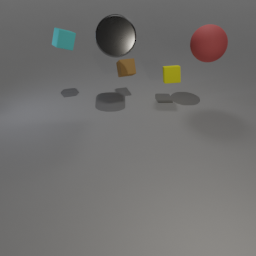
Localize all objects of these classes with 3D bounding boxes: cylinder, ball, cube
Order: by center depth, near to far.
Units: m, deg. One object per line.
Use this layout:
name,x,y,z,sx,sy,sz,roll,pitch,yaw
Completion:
cylinder,-0.454,-3.309,10.117,1.400,1.400,1.400,-2,18,-3
ball,3.106,-3.245,10.784,1.400,1.400,1.400,0,31,0
cube,-2.609,-3.607,11.357,0.700,0.700,0.700,3,22,-32
cube,1.897,-2.341,12.215,0.700,0.700,0.700,-3,15,3
cube,-0.087,-2.749,12.810,0.700,0.700,0.700,-10,5,-14
